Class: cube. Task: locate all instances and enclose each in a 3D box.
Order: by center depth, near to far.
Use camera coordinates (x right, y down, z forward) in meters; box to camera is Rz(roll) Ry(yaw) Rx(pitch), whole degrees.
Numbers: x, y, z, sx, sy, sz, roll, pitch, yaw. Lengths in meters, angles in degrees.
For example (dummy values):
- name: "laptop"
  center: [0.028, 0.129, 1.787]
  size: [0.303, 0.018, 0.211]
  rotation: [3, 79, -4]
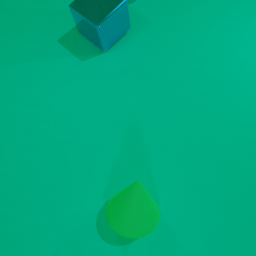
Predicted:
- name: "cube"
  center: [-0.906, -3.755, 9.496]
  size: [1.373, 1.373, 1.373]
  rotation: [41, 79, 17]

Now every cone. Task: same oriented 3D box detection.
- name: "cone"
  center: [0.171, 1.661, 6.687]
  size: [1.374, 1.379, 1.374]
  rotation: [3, 43, -3]
